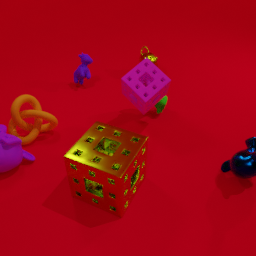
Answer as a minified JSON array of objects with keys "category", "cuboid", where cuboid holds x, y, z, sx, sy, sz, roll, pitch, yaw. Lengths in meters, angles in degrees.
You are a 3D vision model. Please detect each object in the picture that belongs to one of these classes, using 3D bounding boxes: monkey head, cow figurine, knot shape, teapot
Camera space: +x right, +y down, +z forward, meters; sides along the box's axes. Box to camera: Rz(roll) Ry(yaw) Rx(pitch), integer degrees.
[{"category":"monkey head","cuboid":[2.812,0.698,6.648,0.819,1.358,0.977,-1,72,-19]},{"category":"cow figurine","cuboid":[0.677,-0.920,8.803,1.070,1.053,0.588,1,52,25]},{"category":"cow figurine","cuboid":[-1.651,-2.165,10.148,0.525,0.957,0.942,6,64,-44]},{"category":"knot shape","cuboid":[-2.805,-0.133,7.862,1.296,1.385,0.640,-46,30,4]},{"category":"teapot","cuboid":[0.856,-2.497,10.785,0.661,1.350,0.839,-27,8,-6]},{"category":"monkey head","cuboid":[-3.201,0.526,7.023,1.614,0.973,1.161,-6,34,-25]}]

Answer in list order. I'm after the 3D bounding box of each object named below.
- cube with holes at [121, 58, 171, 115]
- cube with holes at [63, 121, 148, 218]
[{"category":"cube with holes","cuboid":[0.473,-1.133,7.755,0.929,0.929,0.929,-42,77,-12]},{"category":"cube with holes","cuboid":[-0.434,0.890,6.317,1.322,1.322,1.322,17,42,20]}]
